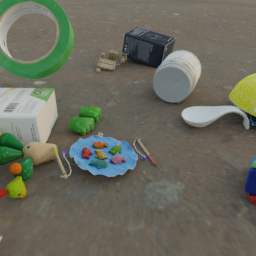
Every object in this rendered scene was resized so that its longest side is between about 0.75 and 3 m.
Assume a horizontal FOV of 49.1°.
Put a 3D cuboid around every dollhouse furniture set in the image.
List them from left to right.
[{"bbox_3d":[-0.890,-3.316,15.128,1.380,0.790,1.619,13,62,-1],"label":"dollhouse furniture set"}]

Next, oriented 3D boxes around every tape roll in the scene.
[{"bbox_3d":[-3.351,-3.157,9.648,2.866,2.866,0.689,0,-4,0],"label":"tape roll"}]

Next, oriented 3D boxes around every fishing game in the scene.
[{"bbox_3d":[-0.682,0.671,8.228,2.873,0.447,2.057,-3,30,-22],"label":"fishing game"}]

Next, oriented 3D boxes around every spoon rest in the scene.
[{"bbox_3d":[3.130,-0.442,10.044,2.381,0.722,1.183,4,32,5],"label":"spoon rest"}]

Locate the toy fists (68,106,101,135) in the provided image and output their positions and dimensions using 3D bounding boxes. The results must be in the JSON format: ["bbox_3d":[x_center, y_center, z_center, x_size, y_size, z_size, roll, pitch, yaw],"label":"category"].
[{"bbox_3d":[-1.447,-0.284,9.997,0.777,0.524,1.525,4,33,19],"label":"toy fists"}]

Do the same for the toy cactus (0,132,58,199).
[{"bbox_3d":[-3.114,0.884,7.696,2.390,1.481,2.897,-2,24,-41],"label":"toy cactus"}]

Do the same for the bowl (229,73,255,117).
[{"bbox_3d":[5.323,-1.336,10.153,2.814,1.514,2.814,12,28,-6],"label":"bowl"}]

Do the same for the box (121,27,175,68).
[{"bbox_3d":[1.155,-4.540,15.688,2.431,1.301,1.804,22,37,16],"label":"box"}]

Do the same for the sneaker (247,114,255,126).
[{"bbox_3d":[4.922,-0.184,9.870,1.340,0.491,0.549,7,43,6],"label":"sneaker"}]

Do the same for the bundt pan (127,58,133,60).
[{"bbox_3d":[0.224,-4.276,16.536,0.818,0.307,0.818,1,32,0],"label":"bundt pan"}]

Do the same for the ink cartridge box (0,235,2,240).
[{"bbox_3d":[-3.726,2.929,4.882,2.283,0.504,2.325,2,30,3],"label":"ink cartridge box"}]

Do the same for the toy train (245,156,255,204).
[{"bbox_3d":[4.320,1.390,6.964,2.559,1.083,1.481,13,21,20],"label":"toy train"}]

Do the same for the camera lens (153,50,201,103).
[{"bbox_3d":[2.110,-2.233,11.921,1.722,1.722,2.153,12,34,18],"label":"camera lens"}]

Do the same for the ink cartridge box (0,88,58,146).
[{"bbox_3d":[-4.132,-0.392,9.409,2.992,1.256,2.166,1,31,1],"label":"ink cartridge box"}]

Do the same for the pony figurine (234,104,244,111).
[{"bbox_3d":[5.030,-1.032,10.844,1.395,1.162,1.347,-5,38,-36],"label":"pony figurine"}]
